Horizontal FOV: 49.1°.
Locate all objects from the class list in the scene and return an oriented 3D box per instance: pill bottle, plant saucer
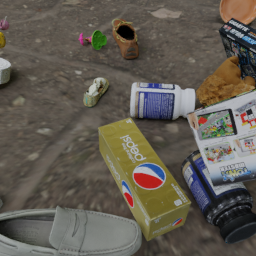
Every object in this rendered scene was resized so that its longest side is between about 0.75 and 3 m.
[{"bbox_3d":[1.014,-0.783,8.344,1.822,1.054,1.054,4,44,5],"label":"pill bottle"},{"bbox_3d":[1.975,1.409,6.046,1.057,1.057,1.890,-11,46,-11],"label":"pill bottle"},{"bbox_3d":[5.214,-5.678,13.124,1.786,1.786,0.334,8,20,9],"label":"plant saucer"}]

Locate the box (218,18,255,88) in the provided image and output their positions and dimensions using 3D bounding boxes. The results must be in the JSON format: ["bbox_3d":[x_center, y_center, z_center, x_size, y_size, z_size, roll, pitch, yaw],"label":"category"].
[{"bbox_3d":[3.904,-1.927,8.588,0.585,2.542,2.021,-40,49,5],"label":"box"}]

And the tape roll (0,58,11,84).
[{"bbox_3d":[-4.890,-2.039,9.620,1.602,0.560,1.602,14,24,-6],"label":"tape roll"}]

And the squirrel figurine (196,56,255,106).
[{"bbox_3d":[3.145,-0.748,7.975,2.108,1.599,2.259,44,35,15],"label":"squirrel figurine"}]

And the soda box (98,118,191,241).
[{"bbox_3d":[0.226,1.033,6.545,0.956,0.904,2.823,-17,46,-19],"label":"soda box"}]

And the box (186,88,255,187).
[{"bbox_3d":[2.207,0.002,4.134,2.414,1.328,0.419,-20,2,35],"label":"box"}]

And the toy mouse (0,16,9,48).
[{"bbox_3d":[-3.743,-2.797,8.331,0.237,1.226,1.090,13,30,-33],"label":"toy mouse"}]

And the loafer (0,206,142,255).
[{"bbox_3d":[-1.215,2.047,5.376,2.985,1.042,1.044,-2,44,-3],"label":"loafer"}]

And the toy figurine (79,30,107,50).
[{"bbox_3d":[-1.574,-3.760,11.857,0.958,0.782,1.041,15,23,28],"label":"toy figurine"}]

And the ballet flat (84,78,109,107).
[{"bbox_3d":[-1.035,-1.343,9.322,0.572,0.572,1.619,12,45,12],"label":"ballet flat"}]

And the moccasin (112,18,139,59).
[{"bbox_3d":[-0.150,-3.956,11.680,1.000,1.056,2.735,-3,44,-3],"label":"moccasin"}]

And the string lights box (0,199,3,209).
[{"bbox_3d":[-3.546,1.763,6.160,1.280,0.377,0.658,6,44,6],"label":"string lights box"}]
